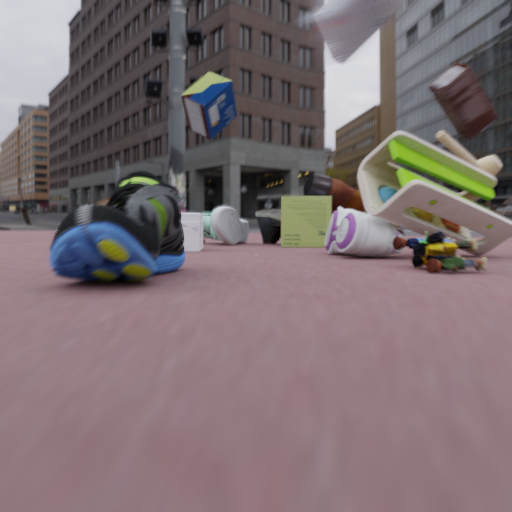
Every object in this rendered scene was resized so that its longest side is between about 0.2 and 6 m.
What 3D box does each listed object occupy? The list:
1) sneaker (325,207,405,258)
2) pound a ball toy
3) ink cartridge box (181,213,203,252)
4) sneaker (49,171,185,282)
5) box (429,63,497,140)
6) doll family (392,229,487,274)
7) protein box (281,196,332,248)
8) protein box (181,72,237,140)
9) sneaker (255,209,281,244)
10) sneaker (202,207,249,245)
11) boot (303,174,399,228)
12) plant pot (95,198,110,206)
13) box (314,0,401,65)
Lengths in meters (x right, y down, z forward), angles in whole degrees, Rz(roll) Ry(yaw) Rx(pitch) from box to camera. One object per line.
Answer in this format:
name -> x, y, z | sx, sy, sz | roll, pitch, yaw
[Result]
sneaker -> 2.134, -0.351, 11.171 | 1.337, 1.005, 2.683 | 12, 8, -4
pound a ball toy -> 3.506, -1.286, 10.905 | 3.346, 2.182, 1.421 | 16, -41, -30
ink cartridge box -> -1.725, -0.565, 13.214 | 0.911, 0.895, 1.237 | 0, 3, -3
sneaker -> -1.525, -0.367, 6.553 | 1.104, 1.290, 3.114 | -1, 3, 5
box -> 3.312, -2.461, 8.946 | 1.111, 0.556, 0.416 | 44, 11, -30
doll family -> 2.476, -0.048, 7.804 | 0.888, 0.603, 1.536 | -4, -1, -3
protein box -> 1.356, -0.925, 15.239 | 1.352, 1.362, 0.919 | 0, 4, 5
protein box -> -1.099, -3.576, 13.387 | 0.720, 1.060, 1.067 | 30, -27, 24
sneaker -> 0.677, -0.830, 16.727 | 0.719, 1.021, 1.923 | -16, 14, -22
sneaker -> -1.337, -0.868, 16.728 | 1.698, 1.060, 2.879 | 6, -5, 12
boot -> 2.581, -1.024, 16.858 | 3.067, 2.887, 1.050 | 16, 41, -12
plant pot -> -3.429, -0.738, 13.882 | 1.334, 1.334, 1.321 | -1, 11, -22
box -> 1.595, -3.776, 8.671 | 0.266, 1.291, 1.007 | 48, 4, 34
